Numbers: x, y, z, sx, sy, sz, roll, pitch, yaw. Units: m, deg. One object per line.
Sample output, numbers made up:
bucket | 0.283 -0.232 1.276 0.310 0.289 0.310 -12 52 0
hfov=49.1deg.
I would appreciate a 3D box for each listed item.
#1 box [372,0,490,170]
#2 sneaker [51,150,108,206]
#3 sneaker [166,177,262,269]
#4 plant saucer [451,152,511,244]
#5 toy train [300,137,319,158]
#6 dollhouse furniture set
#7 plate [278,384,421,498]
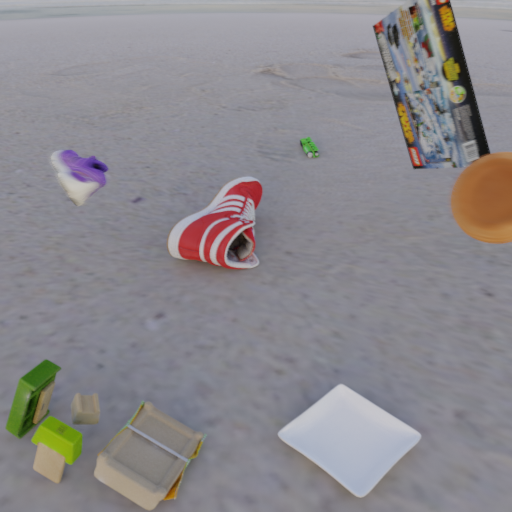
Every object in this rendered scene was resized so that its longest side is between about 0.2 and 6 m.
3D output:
box | 3.385 -3.318 11.022 0.639 3.205 2.194 -21 11 -6
sneaker | -3.256 -1.551 10.571 0.863 0.834 2.069 -30 35 -12
sneaker | -0.292 -0.677 11.446 1.637 1.037 2.911 15 40 31
plant saucer | 3.341 -0.828 7.766 1.308 1.308 0.245 27 8 38
toy train | 1.571 -3.222 16.656 0.370 0.274 1.312 -12 31 -1
dollhouse furniture set | -1.946 2.323 6.951 2.376 0.917 1.187 27 28 8
plate | 1.176 2.321 7.084 1.326 0.215 1.329 -26 38 -38
